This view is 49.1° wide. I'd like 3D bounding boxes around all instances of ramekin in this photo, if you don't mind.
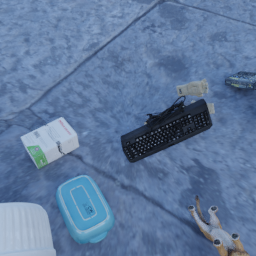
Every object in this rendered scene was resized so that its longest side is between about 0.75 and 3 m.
[{"bbox_3d":[-2.516,2.201,5.451,2.104,2.104,1.105,-9,65,-7],"label":"ramekin"}]

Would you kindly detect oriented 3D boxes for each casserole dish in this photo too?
[{"bbox_3d":[-1.104,1.919,6.977,1.144,0.366,1.888,-23,55,-19],"label":"casserole dish"}]

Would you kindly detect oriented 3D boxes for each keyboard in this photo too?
[{"bbox_3d":[0.995,0.092,7.420,2.543,1.324,0.504,-26,30,4],"label":"keyboard"}]

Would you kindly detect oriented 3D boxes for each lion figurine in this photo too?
[{"bbox_3d":[2.021,2.444,6.042,0.721,1.219,1.990,-27,27,5],"label":"lion figurine"}]

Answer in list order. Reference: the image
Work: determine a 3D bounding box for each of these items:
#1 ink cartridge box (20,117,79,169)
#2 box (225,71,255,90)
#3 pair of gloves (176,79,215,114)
[{"bbox_3d":[-2.233,0.402,8.111,1.347,0.568,0.984,-28,52,-23],"label":"ink cartridge box"},{"bbox_3d":[4.136,-1.661,9.723,0.925,0.299,1.173,-25,28,-28],"label":"box"},{"bbox_3d":[2.095,-0.884,8.664,0.986,1.159,0.203,-12,16,32],"label":"pair of gloves"}]
